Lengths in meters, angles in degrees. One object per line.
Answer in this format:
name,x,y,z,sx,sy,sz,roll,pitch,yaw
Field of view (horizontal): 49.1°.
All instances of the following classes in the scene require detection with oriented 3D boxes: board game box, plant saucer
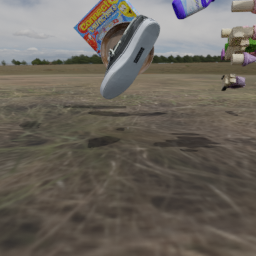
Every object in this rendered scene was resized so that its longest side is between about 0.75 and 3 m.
board game box,-0.539,-3.611,10.193,2.064,2.021,0.577,-36,24,23
plant saucer,-0.015,-2.549,9.215,1.779,1.779,0.285,2,10,8

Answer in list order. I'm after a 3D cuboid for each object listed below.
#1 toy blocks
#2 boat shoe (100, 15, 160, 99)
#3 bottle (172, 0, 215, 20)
toy blocks,2.477,-1.531,5.335,1.175,1.396,1.305,1,-8,8
boat shoe,-0.089,-1.420,5.575,0.652,1.765,0.603,9,28,-49
bottle,2.042,-3.707,8.065,1.500,0.627,0.490,-25,22,3
